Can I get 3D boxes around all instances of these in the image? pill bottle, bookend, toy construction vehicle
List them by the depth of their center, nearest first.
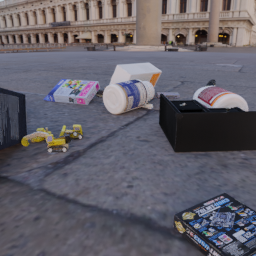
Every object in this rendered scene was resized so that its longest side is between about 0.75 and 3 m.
[{"bbox_3d":[-2.277,0.208,8.684,1.656,0.583,1.441,-1,19,-3],"label":"toy construction vehicle"},{"bbox_3d":[2.534,-0.291,9.173,2.631,1.212,2.614,-1,19,-3],"label":"bookend"},{"bbox_3d":[3.347,-0.855,10.596,1.333,1.333,2.360,-3,20,-7],"label":"pill bottle"},{"bbox_3d":[0.115,-1.450,12.339,1.271,1.271,2.291,16,26,39],"label":"pill bottle"}]

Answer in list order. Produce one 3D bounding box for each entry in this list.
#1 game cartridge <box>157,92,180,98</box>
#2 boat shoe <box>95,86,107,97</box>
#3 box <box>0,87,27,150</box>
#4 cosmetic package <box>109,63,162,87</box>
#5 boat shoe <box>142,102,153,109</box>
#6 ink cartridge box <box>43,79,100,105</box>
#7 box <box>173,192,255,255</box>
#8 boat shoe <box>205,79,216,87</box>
[{"bbox_3d":[2.137,-1.754,14.933,1.153,0.221,0.747,0,15,1],"label":"game cartridge"},{"bbox_3d":[-0.978,-1.978,14.924,1.652,0.606,0.615,5,20,14],"label":"boat shoe"},{"bbox_3d":[-4.120,-0.232,7.433,2.180,1.537,2.947,-2,2,-4],"label":"box"},{"bbox_3d":[0.396,-2.431,14.214,0.995,1.416,2.792,40,34,23],"label":"cosmetic package"},{"bbox_3d":[0.852,-1.099,12.834,0.280,0.323,0.758,-14,23,-34],"label":"boat shoe"},{"bbox_3d":[-2.876,-1.854,14.055,2.547,0.534,1.520,5,41,20],"label":"ink cartridge box"},{"bbox_3d":[1.698,1.714,4.761,1.338,0.332,1.328,-12,22,-29],"label":"box"},{"bbox_3d":[5.138,-2.727,17.353,0.525,0.438,1.406,12,24,26],"label":"boat shoe"}]
